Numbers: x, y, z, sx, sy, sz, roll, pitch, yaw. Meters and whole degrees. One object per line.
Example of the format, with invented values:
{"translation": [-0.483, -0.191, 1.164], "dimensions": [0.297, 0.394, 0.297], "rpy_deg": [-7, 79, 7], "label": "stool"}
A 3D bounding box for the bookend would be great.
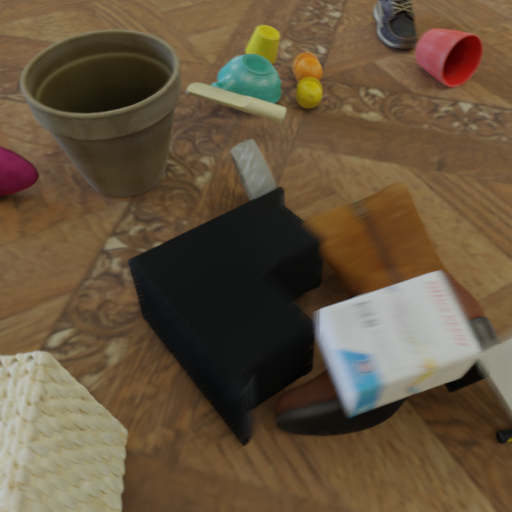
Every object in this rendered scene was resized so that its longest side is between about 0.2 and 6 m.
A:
{"translation": [0.091, 0.610, 7.584], "dimensions": [2.611, 1.203, 2.595], "rpy_deg": [-29, 50, -24], "label": "bookend"}

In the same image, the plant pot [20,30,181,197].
{"translation": [-2.449, -2.271, 9.679], "dimensions": [2.509, 2.177, 2.509], "rpy_deg": [0, 49, 0], "label": "plant pot"}

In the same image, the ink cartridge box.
{"translation": [1.503, 0.976, 6.127], "dimensions": [1.356, 0.990, 0.995], "rpy_deg": [-17, 61, -3], "label": "ink cartridge box"}

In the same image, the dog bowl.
{"translation": [-0.005, -1.241, 9.145], "dimensions": [0.407, 1.389, 1.389], "rpy_deg": [-26, 53, -1], "label": "dog bowl"}

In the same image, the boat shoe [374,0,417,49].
{"translation": [3.387, -5.880, 13.663], "dimensions": [0.857, 0.844, 2.302], "rpy_deg": [-6, 50, -5], "label": "boat shoe"}

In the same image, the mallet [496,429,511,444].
{"translation": [4.043, 2.136, 7.181], "dimensions": [1.964, 0.647, 0.404], "rpy_deg": [-18, 48, 4], "label": "mallet"}

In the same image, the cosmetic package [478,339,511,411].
{"translation": [3.564, 1.313, 6.558], "dimensions": [2.557, 0.647, 1.055], "rpy_deg": [-2, 60, -50], "label": "cosmetic package"}

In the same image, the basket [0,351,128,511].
{"translation": [-2.518, 2.320, 5.567], "dimensions": [1.705, 2.120, 2.101], "rpy_deg": [-14, 47, 8], "label": "basket"}

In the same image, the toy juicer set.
{"translation": [0.210, -3.443, 11.665], "dimensions": [2.153, 0.921, 3.385], "rpy_deg": [30, 48, 4], "label": "toy juicer set"}

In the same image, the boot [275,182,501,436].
{"translation": [1.264, 0.554, 7.640], "dimensions": [3.003, 1.092, 3.190], "rpy_deg": [-26, 54, 6], "label": "boot"}

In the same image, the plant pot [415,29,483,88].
{"translation": [4.169, -4.433, 12.333], "dimensions": [1.177, 1.177, 1.041], "rpy_deg": [-23, 43, -19], "label": "plant pot"}

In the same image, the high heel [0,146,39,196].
{"translation": [-5.183, -1.153, 9.519], "dimensions": [2.896, 0.976, 1.392], "rpy_deg": [0, 38, 19], "label": "high heel"}
